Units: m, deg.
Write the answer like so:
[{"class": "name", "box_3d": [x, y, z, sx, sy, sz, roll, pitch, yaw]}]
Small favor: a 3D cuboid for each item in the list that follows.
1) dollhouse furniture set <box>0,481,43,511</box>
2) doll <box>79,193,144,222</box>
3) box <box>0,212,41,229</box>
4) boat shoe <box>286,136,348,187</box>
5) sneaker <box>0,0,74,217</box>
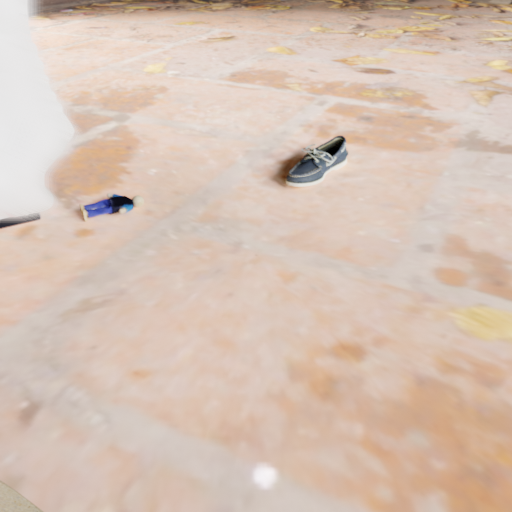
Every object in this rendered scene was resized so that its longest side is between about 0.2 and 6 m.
[{"class": "dollhouse furniture set", "box_3d": [-1.137, 2.247, 3.044, 2.097, 2.120, 1.092, 38, 35, -4]}, {"class": "doll", "box_3d": [-2.356, -0.837, 9.220, 1.024, 0.248, 0.699, -15, 37, -21]}, {"class": "box", "box_3d": [-4.142, -0.925, 9.027, 1.003, 0.618, 0.995, -17, 35, -25]}, {"class": "boat shoe", "box_3d": [1.157, -1.760, 10.366, 0.664, 0.548, 1.773, 27, 41, 35]}, {"class": "sneaker", "box_3d": [-2.549, -1.656, 5.864, 1.037, 2.662, 1.323, 23, 19, 35]}]
